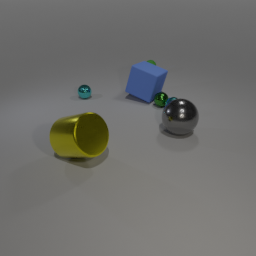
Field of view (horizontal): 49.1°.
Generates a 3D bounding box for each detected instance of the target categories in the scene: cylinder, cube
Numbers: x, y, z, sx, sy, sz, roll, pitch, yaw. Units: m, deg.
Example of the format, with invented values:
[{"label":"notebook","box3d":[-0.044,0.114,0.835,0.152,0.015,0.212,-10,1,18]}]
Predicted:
[{"label":"cylinder","box3d":[-1.572,0.256,9.047,1.400,1.400,1.400,-7,18,43]},{"label":"cube","box3d":[0.913,-2.308,13.792,1.400,1.400,1.400,27,31,18]}]

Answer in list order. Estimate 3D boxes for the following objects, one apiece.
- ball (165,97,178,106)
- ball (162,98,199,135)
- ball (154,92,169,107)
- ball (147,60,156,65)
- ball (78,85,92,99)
[{"label":"ball","box3d":[2.009,-1.033,12.463,0.700,0.700,0.700,0,29,0]},{"label":"ball","box3d":[1.988,-0.426,10.693,1.400,1.400,1.400,0,29,0]},{"label":"ball","box3d":[1.564,-1.346,13.159,0.700,0.700,0.700,0,29,0]},{"label":"ball","box3d":[1.371,-3.801,17.086,0.700,0.700,0.700,0,29,0]},{"label":"ball","box3d":[-2.172,-1.823,14.020,0.700,0.700,0.700,0,29,0]}]
